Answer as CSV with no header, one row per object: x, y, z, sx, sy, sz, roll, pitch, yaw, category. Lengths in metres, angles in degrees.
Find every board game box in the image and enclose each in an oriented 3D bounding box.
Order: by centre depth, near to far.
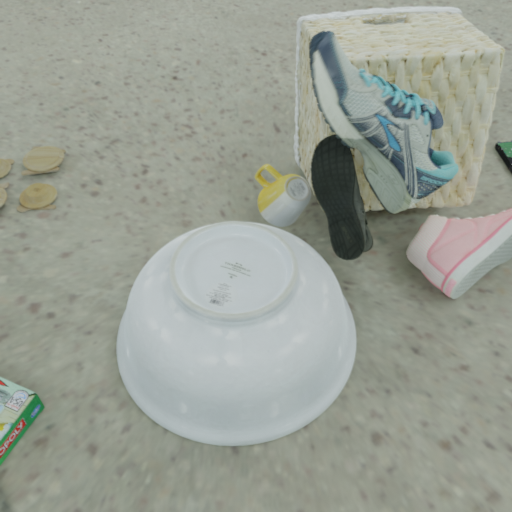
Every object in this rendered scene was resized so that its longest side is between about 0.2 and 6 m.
-4.830,2.258,7.548,3.149,0.458,2.119,17,49,15,board game box

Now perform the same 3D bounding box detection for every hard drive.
5.489,-2.048,11.661,0.688,0.186,0.985,-5,48,-5,hard drive

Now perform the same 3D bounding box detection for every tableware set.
-4.772,-1.493,11.124,1.803,0.250,2.159,-5,48,-6,tableware set

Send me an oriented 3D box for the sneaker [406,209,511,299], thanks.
3.649,-0.381,9.593,2.591,0.975,1.355,-30,52,-26,sneaker

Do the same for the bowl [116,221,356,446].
-0.309,0.672,8.188,3.710,1.667,3.710,0,47,0,bowl

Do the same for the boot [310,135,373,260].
1.377,-0.902,8.733,0.651,1.921,1.255,-8,8,20,boot

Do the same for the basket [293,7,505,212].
2.299,-2.516,9.922,2.994,3.021,2.430,-4,38,-2,basket

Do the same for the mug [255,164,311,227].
0.440,-1.008,9.367,0.986,0.810,0.790,17,70,-15,mug

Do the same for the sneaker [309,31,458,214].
1.802,-1.972,7.735,1.276,2.957,1.148,-25,37,28,sneaker
